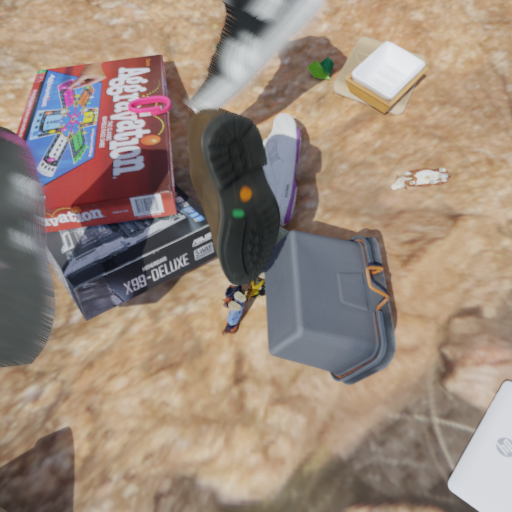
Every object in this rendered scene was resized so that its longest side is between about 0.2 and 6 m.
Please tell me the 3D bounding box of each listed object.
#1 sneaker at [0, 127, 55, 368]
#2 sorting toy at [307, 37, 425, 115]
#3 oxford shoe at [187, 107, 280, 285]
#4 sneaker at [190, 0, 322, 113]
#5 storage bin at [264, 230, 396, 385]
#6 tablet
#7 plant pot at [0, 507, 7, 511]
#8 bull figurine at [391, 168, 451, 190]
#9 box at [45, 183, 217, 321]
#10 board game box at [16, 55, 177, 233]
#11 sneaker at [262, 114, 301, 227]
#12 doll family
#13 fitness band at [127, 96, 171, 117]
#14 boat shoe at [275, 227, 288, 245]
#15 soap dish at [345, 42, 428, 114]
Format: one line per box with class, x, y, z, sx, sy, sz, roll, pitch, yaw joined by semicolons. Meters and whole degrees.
sneaker;-2.700;-0.084;6.179;1.089;2.710;1.170;7;16;-16
sorting toy;2.339;-4.025;12.209;2.308;0.340;1.706;23;65;10
oxford shoe;-0.319;-0.747;7.250;0.915;2.517;1.062;-23;38;-23
sneaker;-0.391;-3.584;8.882;2.623;0.958;1.467;-42;99;13
storage bin;1.001;0.625;8.222;1.453;1.574;2.163;14;55;-26
tablet;3.720;2.863;7.954;1.279;0.134;1.965;33;63;19
plant pot;-3.863;4.066;6.254;1.859;2.142;2.142;-18;58;10
bull figurine;2.410;-1.142;8.258;0.871;0.529;0.284;-8;93;20
box;-2.308;-0.530;9.057;2.302;0.727;2.920;-27;46;-22
board game box;-2.911;-2.279;10.143;2.688;0.508;5.221;-8;42;-5
sneaker;0.180;-1.733;10.396;1.251;0.940;2.512;6;58;4
doll family;-0.181;0.576;8.973;0.631;0.929;1.607;39;57;11
fitness band;-1.912;-2.693;10.030;0.765;0.143;0.549;-10;42;-8
boat shoe;0.567;-0.141;9.665;1.557;0.469;0.555;12;70;7
soap dish;2.671;-3.672;11.558;1.128;0.582;1.434;38;67;17
